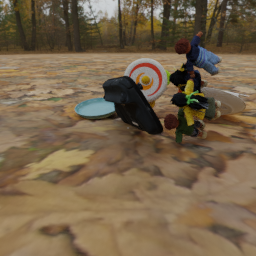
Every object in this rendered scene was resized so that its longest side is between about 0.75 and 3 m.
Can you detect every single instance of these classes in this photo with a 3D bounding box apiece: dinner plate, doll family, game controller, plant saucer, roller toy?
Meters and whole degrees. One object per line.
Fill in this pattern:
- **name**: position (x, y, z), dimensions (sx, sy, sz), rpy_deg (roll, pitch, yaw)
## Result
- **dinner plate**: position (2.509, -0.731, 8.568), dimensions (2.042, 0.248, 2.042), rpy_deg (14, -11, 3)
- **doll family**: position (1.494, -0.947, 6.583), dimensions (1.490, 2.577, 1.011), rpy_deg (12, -18, -34)
- **game controller**: position (0.030, -0.590, 7.062), dimensions (0.604, 1.495, 2.866), rpy_deg (-44, 15, -5)
- **plant saucer**: position (-0.996, -0.641, 9.240), dimensions (1.499, 0.205, 1.499), rpy_deg (-3, 27, 2)
- **roller toy**: position (0.518, -1.428, 8.761), dimensions (1.353, 1.483, 1.036), rpy_deg (35, 2, -1)

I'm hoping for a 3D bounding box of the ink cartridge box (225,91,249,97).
- **ink cartridge box**: position (3.015, -0.992, 9.568), dimensions (1.818, 0.612, 1.065), rpy_deg (9, 10, -3)
